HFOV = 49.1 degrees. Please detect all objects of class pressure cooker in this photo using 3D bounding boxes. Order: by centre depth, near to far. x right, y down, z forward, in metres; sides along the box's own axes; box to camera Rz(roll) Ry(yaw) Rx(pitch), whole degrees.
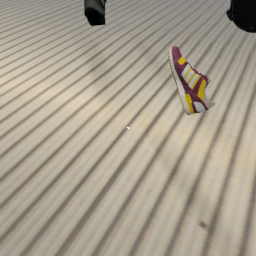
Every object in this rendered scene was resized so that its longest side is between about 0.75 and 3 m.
[{"bbox_3d":[2.502,-2.471,5.484,1.010,1.025,1.148,15,37,12],"label":"pressure cooker"}]

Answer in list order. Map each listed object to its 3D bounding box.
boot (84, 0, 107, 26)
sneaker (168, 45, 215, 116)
[{"bbox_3d":[-1.062,-4.252,7.795,0.726,2.211,1.822,3,-7,21],"label":"boot"},{"bbox_3d":[1.141,-0.909,5.043,0.594,1.319,0.494,-17,-5,15],"label":"sneaker"}]
